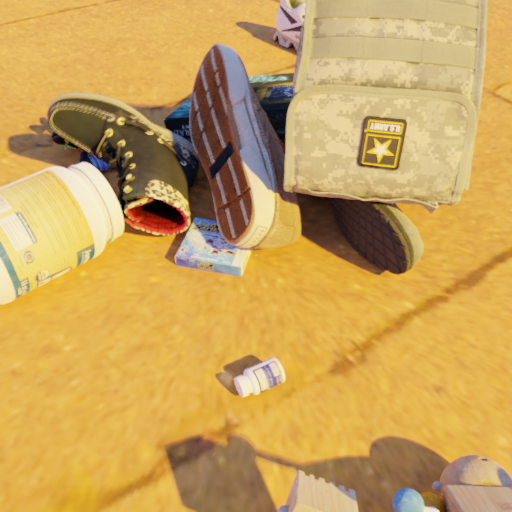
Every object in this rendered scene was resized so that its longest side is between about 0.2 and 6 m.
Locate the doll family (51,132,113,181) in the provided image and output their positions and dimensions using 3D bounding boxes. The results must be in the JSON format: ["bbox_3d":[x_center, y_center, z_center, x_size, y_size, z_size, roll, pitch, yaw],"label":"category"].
[{"bbox_3d":[-3.105,-2.112,10.182,1.152,0.782,1.993,-21,49,-28],"label":"doll family"}]

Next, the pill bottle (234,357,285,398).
[{"bbox_3d":[0.034,1.444,6.600,0.545,0.326,0.326,-20,46,-20],"label":"pill bottle"}]

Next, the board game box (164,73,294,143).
[{"bbox_3d":[0.651,-2.792,10.215,3.936,0.554,2.662,1,31,18],"label":"board game box"}]

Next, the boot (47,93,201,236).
[{"bbox_3d":[-2.086,-1.456,8.723,2.609,0.942,1.971,21,37,-20],"label":"boot"}]

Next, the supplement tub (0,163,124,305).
[{"bbox_3d":[-3.006,-0.377,7.770,1.969,1.424,1.424,-32,51,-31],"label":"supplement tub"}]

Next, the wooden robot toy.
[{"bbox_3d":[1.920,2.528,5.079,3.461,1.525,1.570,3,7,4],"label":"wooden robot toy"}]

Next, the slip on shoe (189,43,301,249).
[{"bbox_3d":[-0.146,-1.698,8.611,1.063,1.334,3.510,5,56,-35],"label":"slip on shoe"}]

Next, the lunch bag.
[{"bbox_3d":[1.643,-2.079,7.416,2.346,1.682,2.861,6,83,6],"label":"lunch bag"}]

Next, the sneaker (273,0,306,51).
[{"bbox_3d":[1.720,-5.474,13.360,3.272,1.448,1.212,32,50,28],"label":"sneaker"}]

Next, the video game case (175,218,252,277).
[{"bbox_3d":[-0.585,-0.148,8.406,1.011,0.230,0.917,10,43,10],"label":"video game case"}]

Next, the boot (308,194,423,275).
[{"bbox_3d":[2.146,-1.295,8.851,2.241,1.162,3.431,-20,44,-13],"label":"boot"}]
